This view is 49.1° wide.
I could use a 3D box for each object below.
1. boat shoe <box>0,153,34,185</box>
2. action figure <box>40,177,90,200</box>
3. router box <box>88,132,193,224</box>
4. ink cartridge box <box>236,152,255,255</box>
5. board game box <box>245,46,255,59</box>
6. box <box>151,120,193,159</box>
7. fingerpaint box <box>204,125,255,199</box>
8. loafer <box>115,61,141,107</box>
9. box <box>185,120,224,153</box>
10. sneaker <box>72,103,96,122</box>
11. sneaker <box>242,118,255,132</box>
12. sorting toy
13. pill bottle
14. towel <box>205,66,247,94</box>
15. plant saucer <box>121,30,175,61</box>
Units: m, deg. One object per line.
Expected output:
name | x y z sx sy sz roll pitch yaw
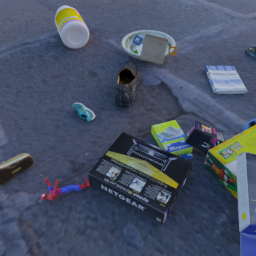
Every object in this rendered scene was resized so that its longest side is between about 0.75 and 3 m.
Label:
boat shoe | -3.953 1.335 9.098 1.685 0.604 0.642 -26 37 -33
action figure | -1.990 1.710 8.567 1.484 0.484 0.735 -20 92 -17
router box | 0.408 1.442 8.815 2.629 0.687 2.067 23 50 21
ink cartridge box | 4.201 2.134 7.318 2.616 0.622 2.648 11 62 -7
board game box | 6.952 -3.708 14.223 1.096 0.228 1.621 -23 50 -21
box | 1.576 0.463 10.008 0.987 0.386 1.618 -14 47 -13
fingerpaint box | 4.088 1.149 8.955 2.455 0.900 2.048 -25 50 -22
loafer | 0.031 -2.187 12.134 1.067 1.059 2.931 2 45 3
box | 2.615 0.339 9.614 1.139 0.696 0.604 25 35 -3
sneaker | -1.816 -0.635 11.076 1.148 0.445 0.457 30 61 26
sneaker | 4.836 -0.045 10.441 1.343 0.471 0.523 -26 44 -25
sorting toy | 0.933 -2.811 9.985 1.622 0.913 0.221 15 19 3
pill bottle | -3.135 -5.605 15.218 1.473 1.473 2.826 -15 48 -14
towel | 4.426 -2.250 12.782 1.490 0.241 2.028 -1 45 -2
plant saucer | 1.019 -4.071 14.261 2.705 0.679 2.705 0 45 0
